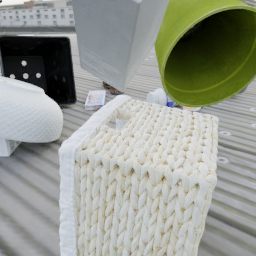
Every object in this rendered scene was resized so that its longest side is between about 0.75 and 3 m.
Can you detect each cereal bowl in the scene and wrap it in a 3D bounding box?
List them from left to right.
[{"bbox_3d":[-3.183,-0.654,7.790,2.955,1.230,2.955,18,10,-3],"label":"cereal bowl"}]

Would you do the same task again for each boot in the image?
[{"bbox_3d":[-0.703,-2.421,13.316,0.864,1.121,2.313,-8,24,-18],"label":"boot"}]

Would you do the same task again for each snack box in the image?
[{"bbox_3d":[-1.315,-1.176,11.504,0.715,0.242,1.987,-1,23,-2],"label":"snack box"}]

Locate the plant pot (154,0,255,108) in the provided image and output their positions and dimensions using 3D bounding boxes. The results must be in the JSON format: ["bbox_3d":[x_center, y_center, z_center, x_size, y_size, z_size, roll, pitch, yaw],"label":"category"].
[{"bbox_3d":[1.604,-2.166,6.567,2.434,2.434,2.344,-5,48,-13],"label":"plant pot"}]

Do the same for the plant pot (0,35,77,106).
[{"bbox_3d":[-3.751,-2.112,10.954,2.565,2.571,2.281,-11,12,-32],"label":"plant pot"}]

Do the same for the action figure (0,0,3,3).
[{"bbox_3d":[-4.420,-3.845,8.347,1.392,1.346,0.728,32,46,18],"label":"action figure"}]

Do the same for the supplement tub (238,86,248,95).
[{"bbox_3d":[4.176,-2.237,12.661,1.316,1.316,2.460,-12,25,-26],"label":"supplement tub"}]

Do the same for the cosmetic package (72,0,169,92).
[{"bbox_3d":[-0.052,-1.232,3.053,0.788,1.748,0.933,31,71,6],"label":"cosmetic package"}]

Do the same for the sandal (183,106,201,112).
[{"bbox_3d":[2.710,-1.226,11.135,0.831,0.622,2.170,8,24,19],"label":"sandal"}]

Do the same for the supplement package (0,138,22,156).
[{"bbox_3d":[-3.703,-0.003,7.683,1.369,1.053,1.431,1,23,2],"label":"supplement package"}]

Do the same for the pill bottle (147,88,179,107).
[{"bbox_3d":[1.455,-1.160,10.796,1.387,0.778,0.778,-12,26,-23],"label":"pill bottle"}]

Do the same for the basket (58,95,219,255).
[{"bbox_3d":[0.240,0.922,4.199,1.768,2.199,2.179,12,26,13],"label":"basket"}]
